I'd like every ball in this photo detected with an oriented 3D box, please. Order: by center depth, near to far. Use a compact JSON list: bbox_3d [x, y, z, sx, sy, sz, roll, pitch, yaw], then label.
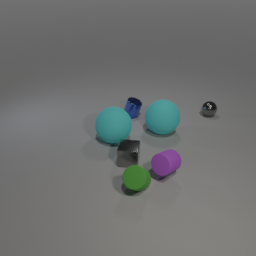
[{"bbox_3d":[-0.549,-0.107,10.666,1.400,1.400,1.400,0,29,0],"label":"ball"},{"bbox_3d":[1.392,-0.440,11.250,1.400,1.400,1.400,0,29,0],"label":"ball"},{"bbox_3d":[3.718,-0.873,12.803,0.700,0.700,0.700,0,29,0],"label":"ball"}]

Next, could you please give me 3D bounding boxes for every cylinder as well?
[{"bbox_3d":[0.268,1.476,8.217,0.700,0.700,0.700,11,-11,20],"label":"cylinder"},{"bbox_3d":[1.191,1.065,8.693,0.700,0.700,0.700,22,21,34],"label":"cylinder"},{"bbox_3d":[0.214,-0.921,12.681,0.700,0.700,0.700,15,34,-10],"label":"cylinder"}]

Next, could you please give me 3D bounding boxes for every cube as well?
[{"bbox_3d":[0.029,0.869,9.577,0.700,0.700,0.700,5,32,7],"label":"cube"}]
